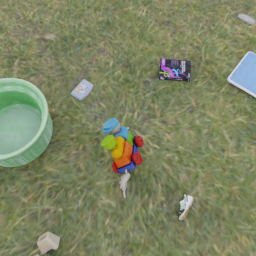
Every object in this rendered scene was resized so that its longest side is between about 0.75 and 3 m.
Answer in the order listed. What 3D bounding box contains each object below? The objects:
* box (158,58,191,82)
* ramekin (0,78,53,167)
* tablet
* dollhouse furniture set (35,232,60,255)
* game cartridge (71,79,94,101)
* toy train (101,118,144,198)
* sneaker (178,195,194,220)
[{"bbox_3d":[1.889,-2.337,11.248,1.270,0.229,0.908,5,65,1],"label":"box"},{"bbox_3d":[-4.020,-0.091,9.540,2.931,1.432,2.931,0,65,0],"label":"ramekin"},{"bbox_3d":[5.564,-1.741,10.991,2.865,0.196,1.864,36,70,14],"label":"tablet"},{"bbox_3d":[-2.754,4.732,8.026,2.516,1.994,1.786,-35,111,8],"label":"dollhouse furniture set"},{"bbox_3d":[-1.748,-1.470,10.893,0.560,0.175,0.841,31,69,18],"label":"game cartridge"},{"bbox_3d":[-0.307,0.809,8.654,1.005,1.374,2.375,-27,30,24],"label":"toy train"},{"bbox_3d":[1.785,2.538,9.000,0.369,0.319,0.842,23,64,28],"label":"sneaker"}]
